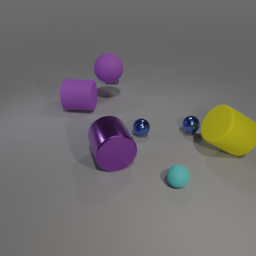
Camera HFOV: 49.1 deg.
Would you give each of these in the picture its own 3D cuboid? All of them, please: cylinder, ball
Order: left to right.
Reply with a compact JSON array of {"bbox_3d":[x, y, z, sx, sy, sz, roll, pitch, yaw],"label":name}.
[{"bbox_3d":[-2.236,-1.529,12.902,1.400,1.400,1.400,3,31,5],"label":"cylinder"},{"bbox_3d":[-0.934,-2.869,13.461,1.400,1.400,1.400,0,31,0],"label":"ball"},{"bbox_3d":[-0.555,0.503,9.520,1.400,1.400,1.400,-9,33,-15],"label":"cylinder"},{"bbox_3d":[0.531,-0.031,11.079,0.700,0.700,0.700,0,31,0],"label":"ball"},{"bbox_3d":[1.541,1.478,8.596,0.700,0.700,0.700,0,31,0],"label":"ball"},{"bbox_3d":[2.497,-0.142,11.108,0.700,0.700,0.700,0,31,0],"label":"ball"},{"bbox_3d":[3.531,0.092,9.741,1.400,1.400,1.400,25,22,-26],"label":"cylinder"}]
